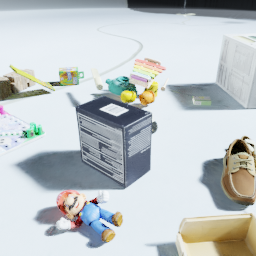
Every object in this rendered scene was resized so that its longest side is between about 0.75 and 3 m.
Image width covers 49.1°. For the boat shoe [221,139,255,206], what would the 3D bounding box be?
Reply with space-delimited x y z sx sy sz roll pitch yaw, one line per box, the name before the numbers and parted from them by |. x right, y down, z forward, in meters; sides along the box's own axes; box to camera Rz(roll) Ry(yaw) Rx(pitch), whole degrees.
boat shoe | 2.600 0.928 6.598 0.764 0.745 2.018 5 29 10

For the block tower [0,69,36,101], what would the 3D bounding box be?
block tower | -5.024 -1.782 11.662 0.708 0.758 2.623 13 29 22

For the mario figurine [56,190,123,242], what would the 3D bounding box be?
mario figurine | -0.845 1.595 5.369 1.410 0.747 0.870 19 28 26

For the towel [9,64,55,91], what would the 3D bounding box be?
towel | -3.802 -1.997 11.273 0.804 0.169 1.869 33 5 38

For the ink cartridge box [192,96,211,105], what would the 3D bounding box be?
ink cartridge box | 2.883 -1.162 11.054 0.655 0.216 0.900 2 30 5

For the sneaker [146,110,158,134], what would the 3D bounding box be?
sneaker | 0.693 -0.153 9.101 0.392 0.396 1.092 23 34 -23

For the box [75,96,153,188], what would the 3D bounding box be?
box | -0.339 0.275 6.853 1.660 1.647 1.023 24 36 36

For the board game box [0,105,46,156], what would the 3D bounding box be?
board game box | -4.516 0.143 8.452 2.889 0.374 2.889 22 35 35

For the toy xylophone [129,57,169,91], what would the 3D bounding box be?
toy xylophone | 0.878 -2.124 11.058 1.543 0.529 2.107 15 35 3

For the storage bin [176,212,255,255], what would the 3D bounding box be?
storage bin | 1.608 2.134 4.469 1.392 0.657 1.402 -2 29 -5

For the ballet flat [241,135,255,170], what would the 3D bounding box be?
ballet flat | 3.337 0.694 7.318 0.514 0.472 1.498 -10 30 -7

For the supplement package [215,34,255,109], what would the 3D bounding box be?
supplement package | 5.254 -2.400 11.213 2.221 2.205 2.927 -4 29 -7

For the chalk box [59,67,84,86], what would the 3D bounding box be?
chalk box | -2.556 -2.370 12.766 1.108 0.692 0.687 -6 29 -8

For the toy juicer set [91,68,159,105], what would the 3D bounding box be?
toy juicer set | -0.255 -1.434 10.901 2.913 0.793 1.853 13 33 -1
